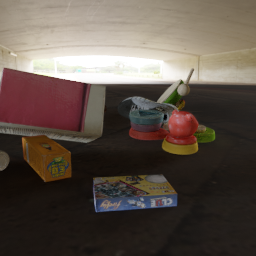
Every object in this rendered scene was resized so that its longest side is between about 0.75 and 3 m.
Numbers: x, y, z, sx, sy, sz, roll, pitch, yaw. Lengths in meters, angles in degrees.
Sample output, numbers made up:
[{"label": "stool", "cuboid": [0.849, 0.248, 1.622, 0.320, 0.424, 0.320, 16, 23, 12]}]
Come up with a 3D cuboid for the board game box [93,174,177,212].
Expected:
[{"label": "board game box", "cuboid": [0.081, 1.159, 5.131, 1.405, 0.243, 0.952, -1, 12, -9]}]

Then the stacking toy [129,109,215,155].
[{"label": "stacking toy", "cuboid": [1.458, -0.217, 8.918, 2.363, 1.103, 2.611, -14, 22, -41]}]

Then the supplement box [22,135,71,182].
[{"label": "supplement box", "cuboid": [-1.976, 0.652, 6.644, 0.640, 0.662, 1.923, -6, 11, -31]}]

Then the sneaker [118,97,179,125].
[{"label": "sneaker", "cuboid": [0.625, -0.710, 12.265, 2.928, 1.099, 1.691, 6, 15, 23]}]

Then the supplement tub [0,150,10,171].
[{"label": "supplement tub", "cuboid": [-3.241, 0.721, 6.676, 0.789, 0.484, 0.484, 9, 14, 36]}]

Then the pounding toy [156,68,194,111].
[{"label": "pounding toy", "cuboid": [2.980, -1.775, 16.334, 2.903, 1.347, 2.240, -40, 11, 49]}]

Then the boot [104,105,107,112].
[{"label": "boot", "cuboid": [-2.527, -1.027, 14.973, 2.165, 0.695, 2.018, -13, 15, -34]}]

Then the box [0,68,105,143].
[{"label": "box", "cuboid": [-2.147, -0.511, 7.814, 2.665, 1.452, 1.704, 8, -12, -21]}]
